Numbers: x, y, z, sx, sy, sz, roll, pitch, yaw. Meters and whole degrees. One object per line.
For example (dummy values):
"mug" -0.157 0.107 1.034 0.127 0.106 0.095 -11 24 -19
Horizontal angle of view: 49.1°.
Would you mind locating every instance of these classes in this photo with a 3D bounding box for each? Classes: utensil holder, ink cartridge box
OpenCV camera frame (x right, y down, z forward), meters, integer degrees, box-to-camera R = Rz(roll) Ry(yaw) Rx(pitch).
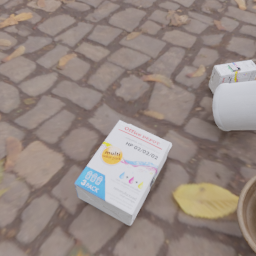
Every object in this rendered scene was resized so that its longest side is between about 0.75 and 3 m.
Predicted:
"utensil holder" 3.568 -0.627 8.008 1.739 1.478 1.478 1 44 46
"ink cartridge box" 3.543 -1.679 9.498 1.331 0.964 0.559 -10 51 -6
"ink cartridge box" 0.043 0.914 7.613 1.627 0.959 2.827 25 57 14

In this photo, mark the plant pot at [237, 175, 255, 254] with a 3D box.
"plant pot" 3.538 2.114 5.924 2.154 1.878 2.154 -15 51 19
